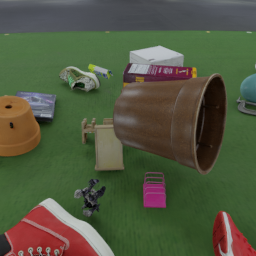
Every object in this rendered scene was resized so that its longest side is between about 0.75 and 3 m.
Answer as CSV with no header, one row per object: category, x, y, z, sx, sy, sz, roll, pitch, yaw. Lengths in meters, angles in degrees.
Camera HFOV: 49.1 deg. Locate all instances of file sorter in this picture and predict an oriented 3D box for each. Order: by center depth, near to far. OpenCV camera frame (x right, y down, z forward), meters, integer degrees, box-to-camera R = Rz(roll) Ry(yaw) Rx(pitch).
file sorter,0.703,1.617,7.399,0.565,0.510,0.813,1,32,1

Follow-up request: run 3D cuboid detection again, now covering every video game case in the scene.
video game case,-3.828,-0.921,11.362,1.643,0.218,2.299,5,27,-13

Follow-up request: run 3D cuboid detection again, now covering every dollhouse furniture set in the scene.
dollhouse furniture set,-0.613,0.435,9.071,1.724,1.307,1.967,-2,10,-3

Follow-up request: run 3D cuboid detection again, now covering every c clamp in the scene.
c clamp,5.309,-0.901,11.677,1.667,0.226,1.424,19,37,28

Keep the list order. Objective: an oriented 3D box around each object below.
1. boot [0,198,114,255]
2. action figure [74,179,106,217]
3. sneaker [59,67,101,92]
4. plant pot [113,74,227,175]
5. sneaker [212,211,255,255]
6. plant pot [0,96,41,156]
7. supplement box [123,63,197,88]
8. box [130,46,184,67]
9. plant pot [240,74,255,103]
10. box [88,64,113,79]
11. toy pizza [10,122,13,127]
boot,-1.608,2.589,5.528,2.580,0.934,1.861,17,35,38
action figure,-0.937,1.684,6.640,0.595,1.167,0.694,-25,64,-38
sneaker,-2.501,-2.251,13.320,2.333,0.897,1.033,16,43,27
plant pot,1.096,-0.223,7.575,2.467,2.492,2.492,8,31,33
sneaker,2.437,2.634,5.779,1.070,0.726,1.852,8,44,-3
plant pot,-3.883,-0.176,9.213,1.887,1.321,1.887,7,37,-5
supplement box,1.282,-1.656,11.583,2.872,1.585,1.230,6,33,9
box,1.415,-3.193,14.286,1.995,1.311,2.005,-18,36,-26
plant pot,5.524,-1.689,11.932,1.388,1.388,1.114,-15,10,-23
box,-1.012,-2.078,10.378,0.833,0.199,0.508,20,-9,10
toy pizza,-4.732,-0.398,10.838,1.683,0.267,1.683,1,32,-1
